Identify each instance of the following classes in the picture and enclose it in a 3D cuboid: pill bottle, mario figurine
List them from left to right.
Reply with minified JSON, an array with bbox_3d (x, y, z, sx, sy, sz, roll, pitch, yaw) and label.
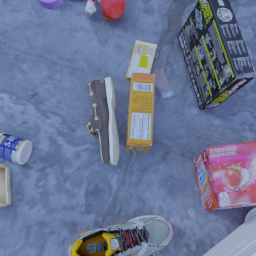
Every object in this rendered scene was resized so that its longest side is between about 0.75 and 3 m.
[{"bbox_3d":[-3.234,0.511,7.510,1.122,0.672,0.672,15,72,6],"label":"pill bottle"},{"bbox_3d":[-0.741,-4.297,9.234,1.372,1.178,2.222,-35,59,24],"label":"mario figurine"}]

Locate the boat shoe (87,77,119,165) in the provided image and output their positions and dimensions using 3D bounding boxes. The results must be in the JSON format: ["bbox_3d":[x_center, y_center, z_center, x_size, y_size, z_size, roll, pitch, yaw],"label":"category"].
[{"bbox_3d":[-0.710,-0.199,7.654,0.770,0.929,2.586,-7,68,4],"label":"boat shoe"}]

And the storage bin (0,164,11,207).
[{"bbox_3d":[-3.640,1.556,7.245,1.041,0.491,1.048,-10,71,-3],"label":"storage bin"}]

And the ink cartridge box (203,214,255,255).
[{"bbox_3d":[3.112,3.481,5.440,2.143,2.133,2.921,-41,75,6],"label":"ink cartridge box"}]

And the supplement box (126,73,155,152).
[{"bbox_3d":[0.351,-0.440,7.824,0.732,0.708,2.129,6,71,0],"label":"supplement box"}]

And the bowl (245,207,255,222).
[{"bbox_3d":[3.297,2.433,6.986,0.900,0.405,0.900,0,72,0],"label":"bowl"}]

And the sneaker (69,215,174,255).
[{"bbox_3d":[-0.135,2.717,6.549,2.547,1.046,0.992,-15,72,-6],"label":"sneaker"}]

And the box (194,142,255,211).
[{"bbox_3d":[3.294,1.128,6.869,2.948,1.470,1.407,-7,71,-2],"label":"box"}]

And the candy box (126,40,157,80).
[{"bbox_3d":[0.427,-2.053,8.653,0.691,0.178,1.351,13,72,6],"label":"candy box"}]

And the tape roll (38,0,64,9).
[{"bbox_3d":[-2.614,-4.491,9.435,0.926,0.304,0.926,0,70,0],"label":"tape roll"}]

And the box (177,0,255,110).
[{"bbox_3d":[2.232,-2.016,7.546,0.561,2.030,2.534,-9,74,-15],"label":"box"}]
